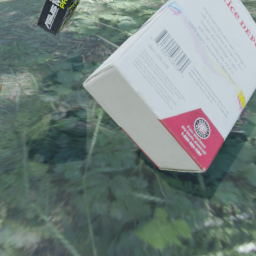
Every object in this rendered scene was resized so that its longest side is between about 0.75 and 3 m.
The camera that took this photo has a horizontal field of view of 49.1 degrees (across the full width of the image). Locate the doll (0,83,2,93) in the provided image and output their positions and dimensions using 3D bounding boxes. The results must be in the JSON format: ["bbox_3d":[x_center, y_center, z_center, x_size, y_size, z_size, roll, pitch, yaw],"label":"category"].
[{"bbox_3d":[-3.033,-0.827,4.764,1.584,0.384,1.081,20,77,-17],"label":"doll"}]

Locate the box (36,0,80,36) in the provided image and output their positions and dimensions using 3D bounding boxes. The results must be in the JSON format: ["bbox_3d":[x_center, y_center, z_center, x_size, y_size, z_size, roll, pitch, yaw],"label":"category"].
[{"bbox_3d":[-1.330,-3.421,6.679,0.513,1.857,2.318,28,31,-16],"label":"box"}]

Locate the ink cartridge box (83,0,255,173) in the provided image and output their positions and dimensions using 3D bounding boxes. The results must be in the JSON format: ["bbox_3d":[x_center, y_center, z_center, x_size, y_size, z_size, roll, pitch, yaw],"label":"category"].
[{"bbox_3d":[1.035,-1.026,4.968,2.967,2.190,1.270,-50,18,-27],"label":"ink cartridge box"}]
